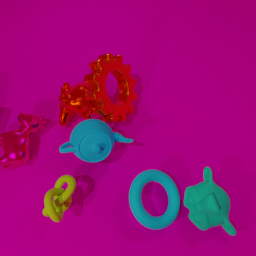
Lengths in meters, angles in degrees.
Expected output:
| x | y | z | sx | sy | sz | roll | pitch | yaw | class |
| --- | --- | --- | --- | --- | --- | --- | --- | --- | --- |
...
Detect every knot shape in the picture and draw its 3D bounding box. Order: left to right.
| x | y | z | sx | sy | sz | roll | pitch | yaw | class |
| --- | --- | --- | --- | --- | --- | --- | --- | --- | --- |
| -1.586 | 1.686 | 6.391 | 0.508 | 1.029 | 1.100 | 22 | 42 | 0 | knot shape |

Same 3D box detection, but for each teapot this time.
| x | y | z | sx | sy | sz | roll | pitch | yaw | class |
| --- | --- | --- | --- | --- | --- | --- | --- | --- | --- |
| -0.777 | 0.355 | 6.792 | 1.758 | 1.093 | 0.861 | -9 | 22 | -14 | teapot |

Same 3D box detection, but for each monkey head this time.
| x | y | z | sx | sy | sz | roll | pitch | yaw | class |
| --- | --- | --- | --- | --- | --- | --- | --- | --- | --- |
| -1.325 | -0.611 | 7.684 | 1.112 | 1.327 | 1.845 | 13 | 24 | -6 | monkey head |
| 1.912 | 1.688 | 6.316 | 0.989 | 1.181 | 1.642 | -12 | 72 | -20 | monkey head |

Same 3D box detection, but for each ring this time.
| x | y | z | sx | sy | sz | roll | pitch | yaw | class |
| --- | --- | --- | --- | --- | --- | --- | --- | --- | --- |
| 0.636 | 1.641 | 6.508 | 1.358 | 0.272 | 1.358 | 11 | 66 | -26 | ring |

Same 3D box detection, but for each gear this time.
| x | y | z | sx | sy | sz | roll | pitch | yaw | class |
| --- | --- | --- | --- | --- | --- | --- | --- | --- | --- |
| -0.401 | -1.048 | 7.439 | 0.329 | 1.779 | 1.779 | -2 | 55 | 37 | gear |

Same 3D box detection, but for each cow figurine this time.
| x | y | z | sx | sy | sz | roll | pitch | yaw | class |
| --- | --- | --- | --- | --- | --- | --- | --- | --- | --- |
| -2.778 | 0.309 | 7.385 | 1.379 | 0.769 | 1.402 | -18 | 67 | -3 | cow figurine |
